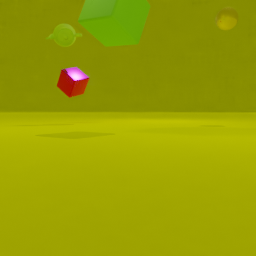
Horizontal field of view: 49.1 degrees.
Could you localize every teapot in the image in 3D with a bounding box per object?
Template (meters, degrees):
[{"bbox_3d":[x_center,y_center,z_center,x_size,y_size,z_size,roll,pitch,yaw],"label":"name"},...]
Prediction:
[{"bbox_3d":[-2.554,-3.655,11.144,1.453,0.904,0.712,-10,30,-15],"label":"teapot"}]

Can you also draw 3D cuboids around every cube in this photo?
[{"bbox_3d":[-0.334,-2.974,7.275,1.192,1.192,1.192,9,-13,37],"label":"cube"},{"bbox_3d":[-2.197,-1.832,11.176,0.821,0.821,0.821,41,37,18],"label":"cube"}]

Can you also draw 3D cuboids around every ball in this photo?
[{"bbox_3d":[3.959,-4.366,11.209,0.874,0.874,0.874,0,4,0],"label":"ball"}]
